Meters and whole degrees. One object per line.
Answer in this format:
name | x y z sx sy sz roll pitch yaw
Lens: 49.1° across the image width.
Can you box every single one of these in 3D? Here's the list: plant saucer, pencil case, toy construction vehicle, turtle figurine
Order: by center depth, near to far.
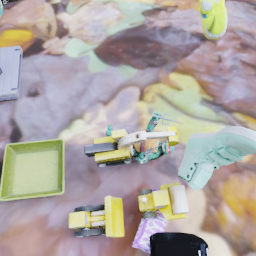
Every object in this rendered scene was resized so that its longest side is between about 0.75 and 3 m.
toy construction vehicle | -0.104 1.203 6.402 2.735 0.963 2.381 -9 65 14
pencil case | 0.586 2.169 6.545 0.604 0.615 1.439 -4 52 38
plant saucer | -2.426 1.116 7.346 1.590 0.381 1.587 -6 59 -3
turtle figurine | 0.427 0.434 7.393 2.081 1.048 1.558 -2 45 16

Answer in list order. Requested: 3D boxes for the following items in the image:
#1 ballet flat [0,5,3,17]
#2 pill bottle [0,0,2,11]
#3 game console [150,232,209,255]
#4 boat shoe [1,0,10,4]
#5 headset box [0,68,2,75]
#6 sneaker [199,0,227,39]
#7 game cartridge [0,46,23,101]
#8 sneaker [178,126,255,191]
ballet flat | -5.513 -3.658 9.954 0.946 1.120 2.961 -5 52 24
pill bottle | -4.377 -3.283 8.026 0.987 0.987 1.750 1 48 1
game console | 1.146 3.400 5.769 1.391 0.284 2.359 10 61 -21
boat shoe | -4.936 -5.275 11.171 1.404 0.518 0.480 1 55 1
headset box | -4.516 -1.727 8.655 0.821 0.438 0.943 23 61 13
sneaker | 2.263 -3.523 7.722 0.815 1.131 2.153 0 101 5
game cartridge | -4.219 -1.778 9.143 1.388 0.411 2.142 -9 59 -1
sneaker | 1.718 0.676 5.283 0.754 2.050 1.209 28 74 -16
